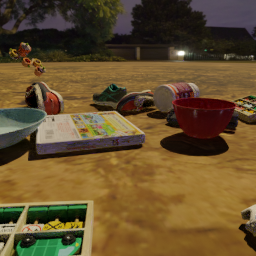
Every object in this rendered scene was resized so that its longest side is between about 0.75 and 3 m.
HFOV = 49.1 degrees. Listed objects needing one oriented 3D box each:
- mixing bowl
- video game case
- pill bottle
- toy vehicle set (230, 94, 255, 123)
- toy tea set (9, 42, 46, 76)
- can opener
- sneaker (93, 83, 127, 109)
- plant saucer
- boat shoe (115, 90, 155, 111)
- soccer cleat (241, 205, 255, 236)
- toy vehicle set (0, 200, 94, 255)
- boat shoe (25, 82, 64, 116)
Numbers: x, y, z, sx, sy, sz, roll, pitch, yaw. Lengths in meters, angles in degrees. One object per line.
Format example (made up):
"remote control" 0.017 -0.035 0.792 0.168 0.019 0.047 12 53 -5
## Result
"mixing bowl" 1.995 -0.250 7.508 1.645 0.891 1.645 0 17 0
"video game case" -1.183 0.019 7.647 2.522 0.317 2.772 -5 16 -17
"pill bottle" 1.882 -1.208 10.636 1.767 1.009 1.009 -15 22 -41
"toy vehicle set" 4.241 -0.716 9.682 1.183 0.252 1.905 -18 17 -2
"toy tea set" -2.467 -1.777 7.116 0.992 0.367 0.590 39 32 -15
"can opener" 2.195 -0.229 8.441 2.065 0.551 0.690 9 51 26
"sneaker" -0.680 -1.348 11.273 2.033 0.927 0.789 14 21 42
"plant saucer" -3.422 0.078 6.838 2.860 0.551 2.860 -2 17 1
"boat shoe" 0.381 -0.934 10.416 1.969 0.701 0.616 -20 64 -43
"soccer cleat" 1.687 1.268 3.388 0.403 0.326 0.933 -17 15 4
"toy vehicle set" -1.643 1.353 2.932 2.505 0.332 1.557 -1 16 -5
"boat shoe" -3.316 -1.071 10.338 0.896 1.019 2.863 -14 26 -33
